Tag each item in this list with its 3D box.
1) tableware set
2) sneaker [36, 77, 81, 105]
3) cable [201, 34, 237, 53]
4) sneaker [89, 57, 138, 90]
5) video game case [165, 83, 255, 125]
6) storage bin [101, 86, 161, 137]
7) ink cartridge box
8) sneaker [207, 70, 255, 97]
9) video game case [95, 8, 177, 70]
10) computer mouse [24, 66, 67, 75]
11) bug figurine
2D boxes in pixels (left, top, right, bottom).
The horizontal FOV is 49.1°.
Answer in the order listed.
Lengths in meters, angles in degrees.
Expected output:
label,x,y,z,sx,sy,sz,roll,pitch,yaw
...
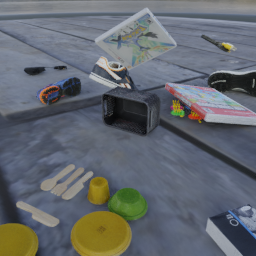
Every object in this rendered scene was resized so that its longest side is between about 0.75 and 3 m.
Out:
label,x,y,z,sx,sy,sz,roll,pitch,yaw
tableware set,-0.998,1.698,4.386,2.007,0.457,2.980,16,30,22
sneaker,-2.497,-1.432,10.174,0.761,0.730,1.939,15,28,37
cable,3.165,-2.989,9.780,1.268,0.319,0.616,33,23,5
sneaker,-0.237,-1.570,8.841,0.797,0.807,2.033,31,9,41
video game case,2.647,-0.826,9.020,2.019,0.246,2.824,3,25,-20
storage bin,0.073,-0.496,7.933,1.533,1.036,0.719,16,32,29
ink cartridge box,2.036,1.884,4.049,0.892,0.352,1.795,-11,30,-21
sneaker,4.423,-1.800,10.624,2.617,0.967,1.038,11,24,21
video game case,0.305,-3.075,10.126,2.232,2.035,0.246,-21,59,31
computer mouse,-3.826,-2.723,13.180,2.097,0.357,0.615,-13,16,-34
bug figurine,1.840,-0.551,8.800,1.011,0.336,1.304,7,24,3
